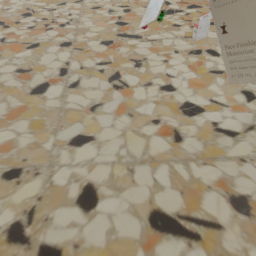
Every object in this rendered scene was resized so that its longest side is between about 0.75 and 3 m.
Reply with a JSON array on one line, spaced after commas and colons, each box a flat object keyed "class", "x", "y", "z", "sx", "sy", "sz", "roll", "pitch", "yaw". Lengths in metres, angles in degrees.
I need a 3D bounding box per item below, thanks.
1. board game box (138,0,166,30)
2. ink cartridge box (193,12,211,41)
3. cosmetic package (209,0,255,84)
[{"class": "board game box", "x": 0.727, "y": -2.871, "z": 6.224, "sx": 0.167, "sy": 1.292, "sz": 1.291, "roll": 22, "pitch": 5, "yaw": -18}, {"class": "ink cartridge box", "x": 2.222, "y": -3.077, "z": 8.434, "sx": 0.455, "sy": 0.835, "sz": 0.210, "roll": -26, "pitch": 55, "yaw": -13}, {"class": "cosmetic package", "x": 3.294, "y": -2.406, "z": 6.161, "sx": 1.914, "sy": 2.320, "sz": 1.912, "roll": -30, "pitch": 20, "yaw": -25}]
